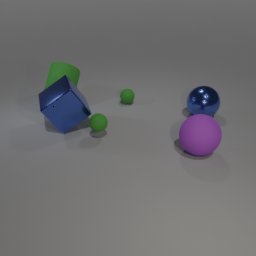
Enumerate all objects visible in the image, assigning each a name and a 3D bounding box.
[{"bbox_3d":[-3.073,-2.177,13.129,1.400,1.400,1.400,11,-10,2],"label":"cylinder"},{"bbox_3d":[2.436,0.231,9.472,1.400,1.400,1.400,0,29,0],"label":"ball"},{"bbox_3d":[-2.498,-0.942,11.032,1.400,1.400,1.400,-35,38,4],"label":"cube"},{"bbox_3d":[-1.108,-0.201,10.478,0.700,0.700,0.700,0,29,0],"label":"ball"},{"bbox_3d":[3.205,-1.097,11.936,1.400,1.400,1.400,0,29,0],"label":"ball"},{"bbox_3d":[-0.030,-1.524,13.367,0.700,0.700,0.700,0,29,0],"label":"ball"}]
